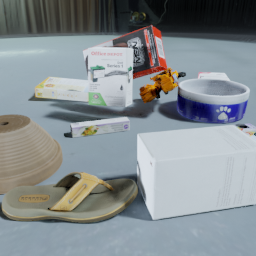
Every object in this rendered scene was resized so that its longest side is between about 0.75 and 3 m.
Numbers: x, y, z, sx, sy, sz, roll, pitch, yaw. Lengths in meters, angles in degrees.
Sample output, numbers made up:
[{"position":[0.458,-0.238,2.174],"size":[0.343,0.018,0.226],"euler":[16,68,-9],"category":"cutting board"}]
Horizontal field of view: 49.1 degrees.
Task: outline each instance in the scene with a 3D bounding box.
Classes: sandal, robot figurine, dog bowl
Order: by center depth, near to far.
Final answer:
[{"position":[-1.194,1.319,5.809],"size":[2.831,0.764,1.137],"euler":[-1,24,-3],"category":"sandal"},{"position":[3.307,-1.151,11.122],"size":[2.692,1.060,2.692],"euler":[1,23,0],"category":"dog bowl"},{"position":[1.358,-1.806,11.299],"size":[1.927,0.774,2.658],"euler":[-26,11,22],"category":"robot figurine"}]

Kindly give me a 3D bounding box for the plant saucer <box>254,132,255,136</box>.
[{"position":[4.989,0.428,8.144],"size":[2.449,0.336,2.449],"euler":[4,27,-2],"category":"plant saucer"}]

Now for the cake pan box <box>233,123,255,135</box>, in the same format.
[{"position":[3.894,0.133,9.219],"size":[0.852,0.242,0.925],"euler":[-3,24,-13],"category":"cake pan box"}]

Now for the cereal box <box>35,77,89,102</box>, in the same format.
[{"position":[-2.720,-1.840,13.202],"size":[2.709,0.535,1.949],"euler":[6,25,3],"category":"cereal box"}]

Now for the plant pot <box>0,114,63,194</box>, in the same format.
[{"position":[-3.111,0.435,7.280],"size":[2.688,1.241,2.688],"euler":[1,22,0],"category":"plant pot"}]

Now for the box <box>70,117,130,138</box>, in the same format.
[{"position":[-0.926,-0.033,9.404],"size":[1.978,0.383,0.410],"euler":[-8,25,-17],"category":"box"}]

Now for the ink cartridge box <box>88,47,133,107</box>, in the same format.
[{"position":[-0.606,-1.793,9.736],"size":[1.436,1.966,0.829],"euler":[4,15,16],"category":"ink cartridge box"}]

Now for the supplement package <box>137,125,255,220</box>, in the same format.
[{"position":[1.477,0.869,6.084],"size":[2.354,1.376,1.381],"euler":[-4,23,-11],"category":"supplement package"}]

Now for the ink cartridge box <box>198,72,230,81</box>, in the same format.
[{"position":[4.205,-2.167,13.803],"size":[1.370,0.798,1.882],"euler":[4,22,8],"category":"ink cartridge box"}]

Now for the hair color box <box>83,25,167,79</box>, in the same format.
[{"position":[-0.153,-2.567,10.534],"size":[2.957,1.501,0.905],"euler":[-12,-2,27],"category":"hair color box"}]

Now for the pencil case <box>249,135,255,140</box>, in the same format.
[{"position":[3.149,0.591,7.749],"size":[1.275,0.530,0.578],"euler":[-17,66,-36],"category":"pencil case"}]
